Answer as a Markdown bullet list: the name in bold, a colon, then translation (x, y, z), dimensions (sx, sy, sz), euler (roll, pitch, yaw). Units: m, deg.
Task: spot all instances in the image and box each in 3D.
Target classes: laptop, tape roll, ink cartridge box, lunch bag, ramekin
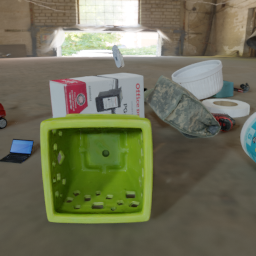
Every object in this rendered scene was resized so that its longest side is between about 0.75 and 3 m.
- **laptop**: translation (-3.298, 0.676, 8.316), dimensions (0.719, 0.419, 0.811), euler (3, 19, 11)
- **tape roll**: translation (4.591, -0.970, 13.255), dimensions (2.189, 0.400, 2.189), euler (0, 18, 0)
- **ink cartridge box**: translation (-0.895, -0.608, 9.328), dimensions (2.979, 2.163, 1.242), euler (-14, 20, -35)
- **lunch bag**: translation (2.044, -0.613, 10.189), dimensions (2.365, 1.390, 1.939), euler (27, 17, -29)
- **ramekin**: translation (3.925, -2.614, 15.551), dimensions (2.752, 1.445, 2.752), euler (-18, 20, 7)

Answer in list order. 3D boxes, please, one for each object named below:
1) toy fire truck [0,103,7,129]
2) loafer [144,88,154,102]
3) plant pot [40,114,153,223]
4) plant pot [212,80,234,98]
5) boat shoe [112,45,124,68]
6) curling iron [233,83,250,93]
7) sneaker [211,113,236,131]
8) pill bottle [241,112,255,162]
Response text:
- **toy fire truck**: translation (-5.627, -0.817, 10.450), dimensions (1.208, 1.878, 1.653), euler (12, 22, 30)
- **loafer**: translation (0.743, -1.765, 14.689), dimensions (2.303, 0.802, 0.866), euler (1, 15, 38)
- **plant pot**: translation (-0.570, 0.661, 6.002), dimensions (2.038, 2.048, 1.859), euler (0, 11, -1)
- **plant pot**: translation (5.420, -2.200, 16.361), dimensions (1.175, 0.830, 0.831), euler (-17, 24, -23)
- **boat shoe**: translation (-0.347, -2.728, 10.626), dimensions (0.312, 0.892, 0.316), euler (-14, -5, -45)
- **curling iron**: translation (6.824, -2.717, 18.412), dimensions (0.658, 0.339, 2.655), euler (-50, 33, -13)
- **sneaker**: translation (3.500, -0.315, 11.039), dimensions (0.787, 0.569, 1.611), euler (-13, 24, -37)
- **pill bottle**: translation (4.010, 0.605, 6.618), dimensions (1.622, 1.622, 2.928), euler (-1, 19, -3)
